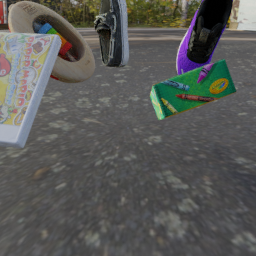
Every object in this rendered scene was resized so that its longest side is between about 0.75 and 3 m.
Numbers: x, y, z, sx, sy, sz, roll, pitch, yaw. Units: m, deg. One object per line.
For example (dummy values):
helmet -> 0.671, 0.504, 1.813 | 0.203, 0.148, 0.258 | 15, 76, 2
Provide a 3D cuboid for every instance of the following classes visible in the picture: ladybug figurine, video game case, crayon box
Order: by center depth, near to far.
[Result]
video game case -> -2.225, -0.732, 4.530 | 1.849, 0.233, 2.032 | 6, 64, 11
crayon box -> 1.083, -0.627, 5.321 | 1.199, 0.588, 2.019 | -20, 0, 3
ladybug figurine -> -2.065, -2.169, 7.433 | 0.935, 2.600, 1.765 | -31, 20, 45

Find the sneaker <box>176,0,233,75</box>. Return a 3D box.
sneaker -> 1.696, -2.080, 6.439 | 0.838, 2.411, 1.199 | 19, 25, 5

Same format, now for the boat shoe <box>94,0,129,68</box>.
boat shoe -> -0.615, -3.520, 9.557 | 0.914, 2.871, 1.015 | -9, 2, -38
